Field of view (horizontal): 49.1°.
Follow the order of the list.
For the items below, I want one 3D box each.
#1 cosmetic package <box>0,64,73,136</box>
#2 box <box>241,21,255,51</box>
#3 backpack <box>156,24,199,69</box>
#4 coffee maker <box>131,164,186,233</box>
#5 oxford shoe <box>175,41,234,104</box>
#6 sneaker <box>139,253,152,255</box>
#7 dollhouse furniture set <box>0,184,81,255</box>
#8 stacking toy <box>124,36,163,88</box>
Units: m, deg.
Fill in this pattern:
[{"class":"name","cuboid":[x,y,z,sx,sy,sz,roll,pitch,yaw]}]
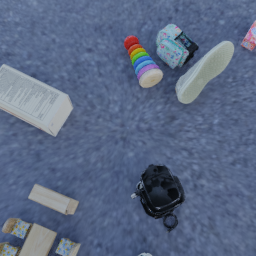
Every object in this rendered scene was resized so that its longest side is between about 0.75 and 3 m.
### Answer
[{"class":"cosmetic package","cuboid":[-3.505,-0.970,9.992,2.680,1.169,1.385,27,73,9]},{"class":"box","cuboid":[5.055,-3.726,11.274,0.533,0.491,1.038,32,74,10]},{"class":"backpack","cuboid":[1.721,-3.104,10.627,1.121,1.322,1.489,-37,80,-14]},{"class":"coffee maker","cuboid":[1.078,2.131,8.533,1.875,1.952,1.315,43,77,13]},{"class":"oxford shoe","cuboid":[2.676,-2.072,10.102,2.703,1.016,0.781,-48,34,8]},{"class":"sneaker","cuboid":[0.326,5.137,7.944,1.131,1.162,2.918,5,72,2]},{"class":"dollhouse furniture set","cuboid":[-2.589,3.153,8.320,2.241,1.698,2.557,20,73,7]},{"class":"stacking toy","cuboid":[0.490,-2.674,10.791,0.940,0.940,2.203,-21,67,-7]}]
